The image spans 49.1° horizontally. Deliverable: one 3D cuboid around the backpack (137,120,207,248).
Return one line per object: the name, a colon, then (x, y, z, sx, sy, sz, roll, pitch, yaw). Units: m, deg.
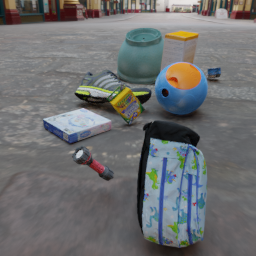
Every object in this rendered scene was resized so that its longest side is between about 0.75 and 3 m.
backpack: (0.644, 0.866, 4.147, 1.298, 1.688, 1.377, 18, -5, 10)

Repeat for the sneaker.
sneaker: (-0.506, -1.413, 9.487, 2.733, 1.106, 1.010, 9, -11, 19)

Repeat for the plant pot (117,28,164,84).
plant pot: (0.732, -3.458, 12.810, 2.664, 1.785, 2.664, -4, 39, 3)

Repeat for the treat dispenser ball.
treat dispenser ball: (1.682, -1.254, 8.928, 1.657, 1.657, 1.657, 0, 25, 0)

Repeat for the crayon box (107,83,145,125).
crayon box: (-0.049, -0.688, 8.076, 0.662, 1.053, 0.272, -45, 36, -6)

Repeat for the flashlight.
flashlight: (-0.568, 0.642, 4.836, 0.301, 0.884, 0.299, -25, 42, 25)

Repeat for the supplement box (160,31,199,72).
supplement box: (1.902, -2.438, 10.741, 0.841, 2.287, 1.441, 19, 29, 26)

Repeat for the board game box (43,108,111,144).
board game box: (-1.458, -0.108, 8.054, 1.409, 0.307, 1.416, -21, 32, -38)

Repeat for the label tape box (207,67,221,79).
label tape box: (3.912, -2.506, 12.767, 0.574, 0.265, 0.801, -5, -7, 12)
